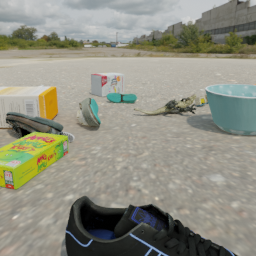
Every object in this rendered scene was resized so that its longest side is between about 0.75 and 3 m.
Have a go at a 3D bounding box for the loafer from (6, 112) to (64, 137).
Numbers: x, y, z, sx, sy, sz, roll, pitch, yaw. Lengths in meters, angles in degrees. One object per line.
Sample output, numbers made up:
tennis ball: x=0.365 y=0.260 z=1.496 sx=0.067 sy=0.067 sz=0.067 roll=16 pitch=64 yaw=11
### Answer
loafer: x=-2.788 y=0.022 z=7.845 sx=2.228 sy=0.701 sz=0.800 roll=9 pitch=-16 yaw=35

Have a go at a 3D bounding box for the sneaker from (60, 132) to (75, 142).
sneaker: x=-1.833 y=0.201 z=7.878 sx=0.814 sy=0.304 sz=0.334 roll=7 pitch=18 yaw=23

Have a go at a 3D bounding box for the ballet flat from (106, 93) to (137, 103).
ballet flat: x=-0.265 y=-1.325 z=12.686 sx=1.404 sy=0.473 sz=0.494 roll=3 pitch=-7 yaw=9

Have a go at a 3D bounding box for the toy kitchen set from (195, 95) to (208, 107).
toy kitchen set: x=3.634 y=-1.108 z=11.797 sx=0.987 sy=0.726 sz=1.232 roll=-17 pitch=4 yaw=-42

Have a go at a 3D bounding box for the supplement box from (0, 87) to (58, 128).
supplement box: x=-4.079 y=-0.746 z=9.550 sx=2.982 sy=1.096 sz=1.879 roll=0 pitch=17 yaw=-1

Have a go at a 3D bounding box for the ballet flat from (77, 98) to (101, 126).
ballet flat: x=-1.371 y=-0.444 z=9.513 sx=0.761 sy=0.805 sz=2.389 roll=-28 pitch=19 yaw=2

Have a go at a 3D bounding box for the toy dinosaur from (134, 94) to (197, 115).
toy dinosaur: x=1.747 y=-0.803 z=10.597 sx=2.828 sy=0.671 sz=1.246 roll=-12 pitch=9 yaw=-27

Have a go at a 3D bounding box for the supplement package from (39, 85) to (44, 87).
supplement package: x=-4.230 y=-1.489 z=12.529 sx=0.973 sy=0.539 sz=0.758 roll=-14 pitch=20 yaw=-2

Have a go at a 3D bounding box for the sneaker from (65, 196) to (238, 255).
sneaker: x=0.432 y=1.378 z=2.990 sx=2.482 sy=0.967 sz=0.870 roll=5 pitch=17 yaw=16

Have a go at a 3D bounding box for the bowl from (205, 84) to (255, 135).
bowl: x=3.619 y=-0.575 z=8.734 sx=2.428 sy=1.270 sz=2.428 roll=-1 pitch=17 yaw=0

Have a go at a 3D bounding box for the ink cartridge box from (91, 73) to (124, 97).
ink cartridge box: x=-1.032 y=-2.268 z=14.488 sx=1.452 sy=1.055 sz=1.050 roll=-14 pitch=22 yaw=-38

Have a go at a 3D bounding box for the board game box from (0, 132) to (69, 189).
board game box: x=-2.254 y=0.629 z=6.226 sx=0.991 sy=0.464 sz=1.951 roll=6 pitch=18 yaw=17
